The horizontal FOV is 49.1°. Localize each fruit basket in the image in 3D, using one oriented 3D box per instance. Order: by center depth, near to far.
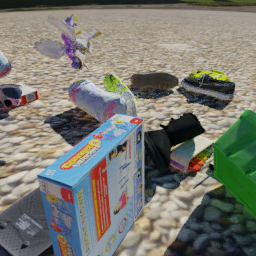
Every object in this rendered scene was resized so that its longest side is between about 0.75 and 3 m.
[{"bbox_3d":[4.116,0.973,7.088,3.233,2.332,3.233,-10,41,9],"label":"fruit basket"}]

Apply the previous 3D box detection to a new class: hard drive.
[{"bbox_3d":[-1.870,2.087,6.702,1.702,0.534,2.524,19,35,31],"label":"hard drive"}]

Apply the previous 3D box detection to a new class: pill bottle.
[{"bbox_3d":[-4.029,-2.071,8.097,0.705,1.296,0.705,-9,57,14],"label":"pill bottle"}]

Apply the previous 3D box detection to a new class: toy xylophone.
[{"bbox_3d":[2.243,0.815,9.039,1.880,0.472,1.377,-20,35,-31],"label":"toy xylophone"}]

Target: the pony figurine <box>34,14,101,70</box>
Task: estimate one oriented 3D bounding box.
[{"bbox_3d":[-2.092,-3.215,10.234,2.035,1.755,2.108,30,49,-19],"label":"pony figurine"}]

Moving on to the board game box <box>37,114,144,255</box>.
[{"bbox_3d":[-0.510,1.388,5.839,0.727,2.602,2.548,13,31,25],"label":"board game box"}]

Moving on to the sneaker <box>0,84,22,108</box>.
[{"bbox_3d":[-5.629,-1.365,12.653,2.411,0.989,0.846,-4,-5,42],"label":"sneaker"}]

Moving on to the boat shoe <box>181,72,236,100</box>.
[{"bbox_3d":[3.944,-2.248,13.987,1.059,0.980,2.869,-23,37,-35],"label":"boat shoe"}]

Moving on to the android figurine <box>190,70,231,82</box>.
[{"bbox_3d":[4.567,-2.781,15.527,1.960,0.442,2.153,-22,34,-34],"label":"android figurine"}]

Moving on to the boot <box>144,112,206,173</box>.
[{"bbox_3d":[1.506,0.350,8.895,1.946,0.879,2.374,-21,20,-1],"label":"boot"}]

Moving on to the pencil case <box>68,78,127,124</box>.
[{"bbox_3d":[-1.306,-1.136,11.697,1.321,1.211,2.913,-50,46,-6],"label":"pencil case"}]

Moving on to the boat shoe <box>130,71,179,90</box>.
[{"bbox_3d":[1.425,-2.642,14.766,2.531,0.943,0.928,7,30,10],"label":"boat shoe"}]

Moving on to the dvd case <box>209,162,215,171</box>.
[{"bbox_3d":[3.900,1.143,8.734,2.303,0.202,1.643,-20,35,-32],"label":"dvd case"}]

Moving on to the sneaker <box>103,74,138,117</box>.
[{"bbox_3d":[-0.158,-1.292,12.340,0.946,1.313,2.499,-33,64,10],"label":"sneaker"}]

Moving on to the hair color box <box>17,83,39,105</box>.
[{"bbox_3d":[-5.133,-1.654,13.441,1.548,0.495,0.859,23,37,32],"label":"hair color box"}]
